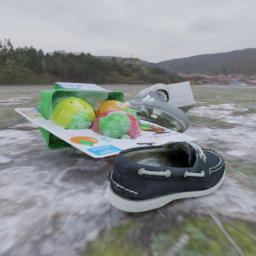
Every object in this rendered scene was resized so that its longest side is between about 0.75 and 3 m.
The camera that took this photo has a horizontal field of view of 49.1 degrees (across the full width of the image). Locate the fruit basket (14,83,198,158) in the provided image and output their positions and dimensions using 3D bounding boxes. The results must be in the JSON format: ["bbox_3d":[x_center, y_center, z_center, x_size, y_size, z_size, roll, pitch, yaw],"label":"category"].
[{"bbox_3d":[-0.414,-0.141,5.202,2.428,1.229,2.622,-5,14,-43],"label":"fruit basket"}]

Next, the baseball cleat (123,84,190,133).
[{"bbox_3d":[0.836,-0.666,7.749,1.590,1.042,2.987,-44,28,-17],"label":"baseball cleat"}]

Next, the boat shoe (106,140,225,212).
[{"bbox_3d":[0.645,0.474,3.514,2.010,0.606,0.760,-10,30,-43],"label":"boat shoe"}]

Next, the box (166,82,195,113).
[{"bbox_3d":[1.697,-1.012,10.029,1.025,0.878,1.020,-11,-13,-5],"label":"box"}]
